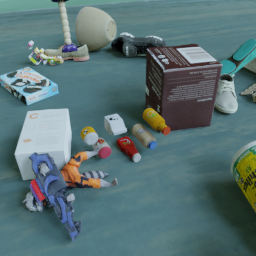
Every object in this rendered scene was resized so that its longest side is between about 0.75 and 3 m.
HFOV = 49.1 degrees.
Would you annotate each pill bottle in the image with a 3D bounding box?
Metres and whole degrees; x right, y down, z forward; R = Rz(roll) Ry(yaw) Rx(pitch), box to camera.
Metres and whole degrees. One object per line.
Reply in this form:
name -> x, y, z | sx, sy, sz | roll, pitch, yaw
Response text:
pill bottle -> 3.178, 1.399, 5.690 | 1.320, 1.320, 2.341 | -5, 37, -7

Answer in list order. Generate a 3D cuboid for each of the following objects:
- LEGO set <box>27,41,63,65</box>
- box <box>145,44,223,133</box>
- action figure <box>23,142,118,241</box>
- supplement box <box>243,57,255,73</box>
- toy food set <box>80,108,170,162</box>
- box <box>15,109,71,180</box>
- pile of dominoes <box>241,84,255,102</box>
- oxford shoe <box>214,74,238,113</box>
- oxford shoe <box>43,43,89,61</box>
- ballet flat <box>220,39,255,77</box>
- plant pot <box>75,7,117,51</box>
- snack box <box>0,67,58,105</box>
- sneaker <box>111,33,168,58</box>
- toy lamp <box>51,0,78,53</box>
LEGO set -> -3.790, -3.103, 12.524 | 1.707, 0.785, 0.635 | 30, 56, -3
box -> 1.582, -1.257, 8.670 | 1.730, 2.107, 1.748 | -8, 36, -10
action figure -> -1.272, 1.430, 6.263 | 2.019, 1.092, 2.088 | -20, 67, -15
supplement box -> 6.269, -2.672, 11.488 | 1.767, 1.031, 2.805 | -13, 37, -23
toy food set -> -0.042, 0.295, 7.422 | 2.213, 1.056, 0.996 | -15, 38, -24
box -> -2.156, 0.371, 7.453 | 1.156, 0.906, 1.858 | -4, 37, -5
pile of dominoes -> 5.206, -1.467, 10.196 | 1.782, 0.284, 1.389 | -31, 22, -21
oxford shoe -> 3.453, -1.278, 9.970 | 0.842, 0.647, 2.240 | 9, 39, 8
oxford shoe -> -2.892, -3.619, 13.041 | 2.162, 0.798, 0.765 | 1, 36, 2
ballet flat -> 4.288, -2.514, 11.320 | 2.429, 0.855, 0.818 | -40, 50, 7
plant pot -> -1.354, -4.687, 13.368 | 1.356, 2.020, 2.020 | 13, 38, 26
snack box -> -3.806, -1.648, 10.660 | 1.287, 0.411, 2.215 | -30, 45, -34
sneaker -> 0.416, -3.762, 13.163 | 2.964, 0.985, 1.341 | 21, 44, 32
toy lamp -> -2.146, -3.668, 9.377 | 0.633, 2.176, 0.633 | -8, 13, 2
